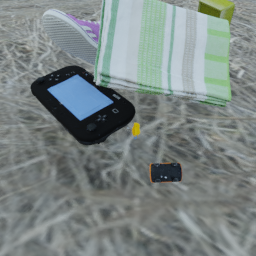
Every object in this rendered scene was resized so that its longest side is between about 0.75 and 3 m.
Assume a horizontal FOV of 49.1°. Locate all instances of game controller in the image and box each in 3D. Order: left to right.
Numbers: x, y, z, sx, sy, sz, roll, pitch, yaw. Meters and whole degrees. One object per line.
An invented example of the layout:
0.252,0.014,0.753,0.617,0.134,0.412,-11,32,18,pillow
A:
-1.095,-0.654,6.383,1.440,0.581,2.761,-38,52,-17,game controller

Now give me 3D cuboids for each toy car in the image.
0.338,0.296,3.355,0.400,0.272,0.816,-18,81,-12,toy car

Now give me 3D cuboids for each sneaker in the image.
-0.919,-2.142,6.223,0.722,1.993,1.136,-21,53,41,sneaker

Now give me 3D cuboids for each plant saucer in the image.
2.411,-3.166,8.183,0.298,1.242,1.243,-24,49,-23,plant saucer

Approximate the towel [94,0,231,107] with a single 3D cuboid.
0.739,-1.483,5.109,2.566,0.394,1.915,8,77,-13,towel
